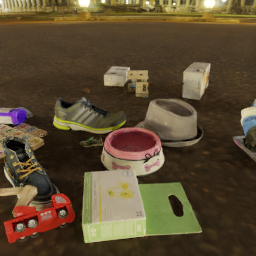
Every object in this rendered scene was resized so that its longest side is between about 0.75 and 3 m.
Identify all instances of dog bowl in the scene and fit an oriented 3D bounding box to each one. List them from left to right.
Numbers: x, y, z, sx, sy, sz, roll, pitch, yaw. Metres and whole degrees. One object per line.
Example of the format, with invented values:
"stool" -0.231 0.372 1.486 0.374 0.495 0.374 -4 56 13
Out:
"dog bowl" 0.144 0.646 8.609 1.987 0.733 1.987 -1 27 0

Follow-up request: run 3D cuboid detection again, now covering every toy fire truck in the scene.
"toy fire truck" -2.299 1.747 6.238 1.942 0.473 1.370 -13 47 -24

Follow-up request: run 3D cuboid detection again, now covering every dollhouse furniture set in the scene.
"dollhouse furniture set" 0.467 -1.977 13.947 1.042 1.048 1.487 0 56 2

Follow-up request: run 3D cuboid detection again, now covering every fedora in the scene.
"fedora" 1.486 -0.350 10.129 2.276 1.162 2.574 -18 32 -32

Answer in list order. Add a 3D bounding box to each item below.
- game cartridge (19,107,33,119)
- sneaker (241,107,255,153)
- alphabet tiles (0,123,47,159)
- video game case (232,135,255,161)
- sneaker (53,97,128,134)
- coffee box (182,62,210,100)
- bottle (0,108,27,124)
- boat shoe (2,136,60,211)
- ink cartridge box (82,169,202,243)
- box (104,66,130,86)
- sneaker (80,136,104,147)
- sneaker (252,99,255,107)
"game cartridge" -4.519 -0.598 11.737 0.691 0.216 1.038 -25 36 -33
"sneaker" 4.215 0.230 9.087 0.920 1.334 2.397 -10 -16 23
"alphabet tiles" -4.121 0.401 9.730 2.381 0.174 2.329 16 30 30
"video game case" 4.506 0.712 9.103 1.376 0.183 1.927 -5 28 -9
"sneaker" -1.453 -0.525 10.466 2.882 1.166 1.065 2 26 4
"coffee box" 3.488 -2.455 14.220 0.921 1.321 2.311 10 27 22
"bottle" -4.933 -0.480 10.958 1.817 0.593 0.759 2 14 14
"boat shoe" -2.620 1.108 7.222 0.875 1.122 2.473 -23 34 -38
"ink cartridge box" 0.249 1.712 6.654 2.561 0.614 1.863 -4 26 -5
"box" -0.608 -3.002 16.121 1.148 0.592 1.969 4 27 8
"sneaker" -1.230 0.424 9.469 0.812 0.360 0.312 -3 27 -6
"sneaker" 5.993 -1.175 12.326 0.708 0.714 1.971 16 29 31
